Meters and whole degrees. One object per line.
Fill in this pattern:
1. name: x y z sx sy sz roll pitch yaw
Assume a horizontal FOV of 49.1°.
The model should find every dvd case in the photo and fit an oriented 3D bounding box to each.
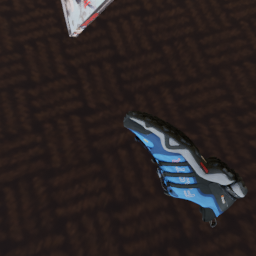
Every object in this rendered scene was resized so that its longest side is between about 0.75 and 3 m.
1. dvd case: -0.867 -3.206 5.967 0.250 2.275 1.661 -12 88 -36

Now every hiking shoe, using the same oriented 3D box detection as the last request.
1. hiking shoe: 0.878 0.721 5.311 2.678 0.996 1.161 37 102 7
